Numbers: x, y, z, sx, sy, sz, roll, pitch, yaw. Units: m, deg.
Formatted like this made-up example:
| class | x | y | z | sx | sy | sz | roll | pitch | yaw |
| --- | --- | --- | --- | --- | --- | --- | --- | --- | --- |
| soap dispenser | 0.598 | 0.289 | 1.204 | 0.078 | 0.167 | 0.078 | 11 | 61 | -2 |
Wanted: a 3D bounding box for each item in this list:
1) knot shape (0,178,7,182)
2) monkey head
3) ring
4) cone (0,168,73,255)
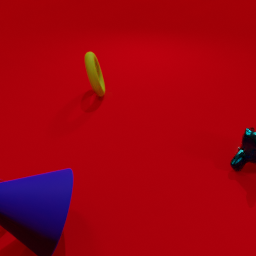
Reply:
| class | x | y | z | sx | sy | sz | roll | pitch | yaw |
| --- | --- | --- | --- | --- | --- | --- | --- | --- | --- |
| knot shape | -2.947 | 1.411 | 5.347 | 1.467 | 1.568 | 0.724 | -19 | 8 | -20 |
| monkey head | 3.114 | 0.622 | 6.567 | 1.263 | 1.756 | 1.058 | -52 | 38 | -2 |
| ring | -1.123 | -1.833 | 9.618 | 0.309 | 1.547 | 1.547 | -14 | 36 | 4 |
| cone | -2.002 | 1.283 | 4.820 | 1.633 | 1.627 | 1.627 | 19 | 32 | -20 |
